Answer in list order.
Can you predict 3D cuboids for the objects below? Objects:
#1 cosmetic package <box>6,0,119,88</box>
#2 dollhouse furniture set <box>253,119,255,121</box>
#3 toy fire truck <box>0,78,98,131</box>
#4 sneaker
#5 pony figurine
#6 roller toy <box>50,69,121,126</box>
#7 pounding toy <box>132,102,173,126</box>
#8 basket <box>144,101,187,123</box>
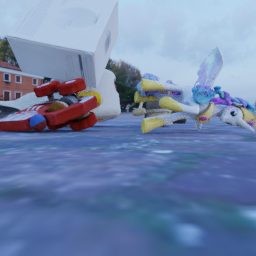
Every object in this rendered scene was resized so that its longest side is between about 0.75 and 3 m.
[{"bbox_3d":[-1.912,-3.003,9.097,2.660,2.651,1.635,14,-31,6],"label":"cosmetic package"},{"bbox_3d":[5.349,-0.708,11.310,1.804,1.280,1.429,0,2,1],"label":"dollhouse furniture set"},{"bbox_3d":[-1.934,-0.377,7.007,2.196,1.231,1.844,1,26,35],"label":"toy fire truck"},{"bbox_3d":[-3.397,-0.308,7.963,1.047,1.056,2.914,32,29,24],"label":"sneaker"},{"bbox_3d":[1.544,-0.691,6.829,2.628,2.188,2.537,3,34,-9],"label":"pony figurine"},{"bbox_3d":[-1.620,-1.066,10.992,2.872,2.007,2.620,-12,-4,41],"label":"roller toy"},{"bbox_3d":[1.222,-0.707,11.351,1.268,1.272,2.218,-4,0,30],"label":"pounding toy"},{"bbox_3d":[2.249,-1.044,16.756,2.444,1.662,2.203,4,-13,2],"label":"basket"}]
